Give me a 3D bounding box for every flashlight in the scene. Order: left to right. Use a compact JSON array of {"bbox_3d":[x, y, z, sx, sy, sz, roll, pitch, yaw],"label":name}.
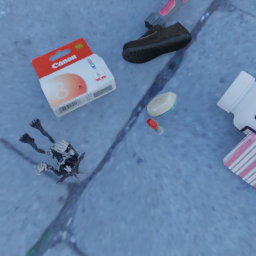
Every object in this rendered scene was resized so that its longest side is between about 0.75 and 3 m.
[{"bbox_3d":[1.346,-4.053,9.229,0.692,0.695,2.045,39,82,29],"label":"flashlight"}]

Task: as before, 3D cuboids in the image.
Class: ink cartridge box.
[{"bbox_3d":[-1.749,-1.763,8.462,1.973,0.610,2.433,-28,68,-9],"label":"ink cartridge box"}]

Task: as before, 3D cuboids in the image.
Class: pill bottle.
[{"bbox_3d":[3.905,-0.296,7.558,2.780,1.549,1.549,37,75,11],"label":"pill bottle"}]

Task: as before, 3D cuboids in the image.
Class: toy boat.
[{"bbox_3d":[0.923,-0.419,7.975,0.570,1.032,1.227,40,57,-26],"label":"toy boat"}]

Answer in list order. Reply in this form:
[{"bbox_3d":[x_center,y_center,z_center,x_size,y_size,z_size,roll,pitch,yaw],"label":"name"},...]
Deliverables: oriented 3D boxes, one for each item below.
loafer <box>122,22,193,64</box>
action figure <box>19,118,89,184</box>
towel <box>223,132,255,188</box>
[{"bbox_3d":[0.815,-2.693,8.704,2.391,0.873,0.853,-20,76,-20],"label":"loafer"},{"bbox_3d":[-1.922,0.712,7.232,1.969,1.005,1.170,41,93,4],"label":"action figure"},{"bbox_3d":[3.540,1.022,7.305,1.751,1.281,0.262,38,44,10],"label":"towel"}]
